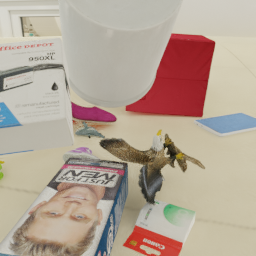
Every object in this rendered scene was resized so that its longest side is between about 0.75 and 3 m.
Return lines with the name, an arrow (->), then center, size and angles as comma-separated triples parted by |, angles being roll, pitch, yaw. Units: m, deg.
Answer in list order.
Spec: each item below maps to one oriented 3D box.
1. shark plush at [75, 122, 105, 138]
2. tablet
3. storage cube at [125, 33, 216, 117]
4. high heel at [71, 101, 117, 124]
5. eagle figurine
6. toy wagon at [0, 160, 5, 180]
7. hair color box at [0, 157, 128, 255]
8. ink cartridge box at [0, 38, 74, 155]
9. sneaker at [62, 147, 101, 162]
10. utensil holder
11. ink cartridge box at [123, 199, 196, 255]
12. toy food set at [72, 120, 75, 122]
shark plush -> -1.039, 0.176, 7.782 | 0.824, 0.374, 0.343 | 24, 47, 5
tablet -> 3.145, -0.125, 8.483 | 1.968, 0.134, 1.281 | -9, 23, -22
storage cube -> 1.342, -2.044, 9.916 | 2.623, 2.494, 2.918 | 5, 22, 3
high heel -> -1.626, -0.917, 8.094 | 2.865, 1.377, 0.966 | 10, -3, -19
eagle figurine -> 0.362, 0.580, 5.048 | 1.634, 1.233, 1.239 | -18, 7, -38
toy wagon -> -2.926, 0.958, 5.762 | 0.733, 0.187, 0.945 | 9, 23, 20
hair color box -> -0.747, 1.304, 4.218 | 1.166, 0.706, 2.332 | 4, 22, 9
ink cartridge box -> -1.089, -0.377, 3.032 | 0.876, 0.510, 1.211 | -8, 55, -7
sneaker -> -0.883, 0.640, 6.301 | 1.063, 0.385, 0.606 | 13, 22, 29
utensil holder -> -0.202, -1.536, 4.495 | 1.789, 1.789, 2.105 | -4, -18, -10
ink cartridge box -> 0.501, 1.530, 4.298 | 0.816, 0.254, 1.014 | 11, 23, 26
toy food set -> -2.475, -0.425, 8.810 | 1.798, 0.442, 1.816 | -5, 23, -13
